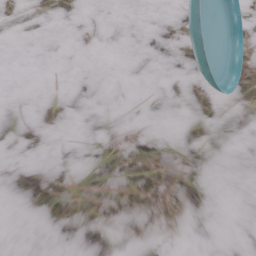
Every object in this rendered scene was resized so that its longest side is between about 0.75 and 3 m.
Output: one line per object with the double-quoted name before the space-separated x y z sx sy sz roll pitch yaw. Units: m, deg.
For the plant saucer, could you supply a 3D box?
"plant saucer" 1.670 -1.835 5.211 0.332 2.426 2.426 0 46 36
